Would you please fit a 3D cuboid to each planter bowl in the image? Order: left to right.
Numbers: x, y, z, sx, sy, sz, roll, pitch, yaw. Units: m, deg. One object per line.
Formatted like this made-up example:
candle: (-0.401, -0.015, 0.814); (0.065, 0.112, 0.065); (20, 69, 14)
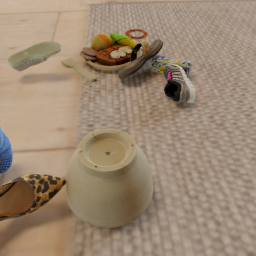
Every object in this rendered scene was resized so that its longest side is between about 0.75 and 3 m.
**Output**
planter bowl: (-0.376, 0.785, 5.398); (1.790, 1.205, 1.790); (0, 41, 0)

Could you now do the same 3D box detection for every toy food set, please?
toy food set: (-0.639, -2.667, 9.665); (2.924, 0.587, 2.019); (-32, 51, -30)

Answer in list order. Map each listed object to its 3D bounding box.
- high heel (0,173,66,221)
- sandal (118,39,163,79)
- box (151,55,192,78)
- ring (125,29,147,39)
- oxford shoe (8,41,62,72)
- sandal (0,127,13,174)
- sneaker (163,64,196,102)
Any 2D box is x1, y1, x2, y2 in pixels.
high heel: (-2.100, 1.269, 4.632); (2.018, 1.439, 0.721); (-17, 87, -1)
sandal: (0.363, -2.373, 9.064); (2.306, 0.629, 0.942); (-45, 18, -31)
box: (1.395, -1.992, 9.033); (1.244, 0.436, 0.400); (16, 44, 17)
ring: (0.336, -3.833, 11.340); (0.911, 0.087, 0.911); (0, 41, 0)
oxford shoe: (-2.843, -2.220, 8.708); (1.702, 0.492, 0.640); (-21, 56, -2)
sandal: (-2.679, 0.168, 5.149); (1.020, 2.342, 0.931); (36, 58, 29)
sneaker: (1.321, -1.315, 8.149); (0.726, 0.612, 1.659); (-9, 47, -18)
